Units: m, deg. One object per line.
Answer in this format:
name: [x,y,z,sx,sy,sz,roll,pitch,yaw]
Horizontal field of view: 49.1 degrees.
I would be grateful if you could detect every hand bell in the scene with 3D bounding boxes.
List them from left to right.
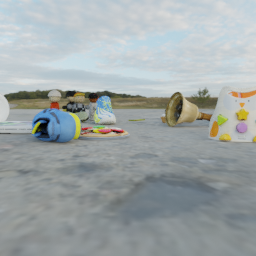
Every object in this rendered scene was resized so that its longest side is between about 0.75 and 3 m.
hand bell: [3.050,-0.475,11.528,2.733,1.423,1.423,12,1,-19]

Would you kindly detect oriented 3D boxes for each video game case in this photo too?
video game case: [-3.619,-0.057,9.615,2.226,0.286,2.448,0,5,2]

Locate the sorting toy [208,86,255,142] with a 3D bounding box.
sorting toy: [2.775,-0.362,6.892,1.507,1.357,0.805,1,5,16]

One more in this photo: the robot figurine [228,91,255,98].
robot figurine: [4.814,-0.760,10.931,2.557,1.839,1.491,0,-39,16]

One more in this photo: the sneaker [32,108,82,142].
sneaker: [-2.120,-0.095,7.100,0.931,0.783,2.375,-3,6,-38]

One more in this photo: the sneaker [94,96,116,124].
sneaker: [-1.136,-0.847,12.939,0.929,1.288,2.452,-1,5,-17]

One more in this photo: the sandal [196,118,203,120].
sandal: [3.172,-0.654,16.187,2.230,0.503,0.837,16,14,12]

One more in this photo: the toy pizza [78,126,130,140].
toy pizza: [-0.764,0.108,7.810,1.630,0.258,1.630,0,5,0]

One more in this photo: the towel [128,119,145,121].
towel: [0.483,-0.449,15.365,0.434,0.091,1.009,5,7,39]

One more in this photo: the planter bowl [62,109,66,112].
planter bowl: [-3.542,-0.885,17.150,1.587,0.661,1.587,1,5,0]

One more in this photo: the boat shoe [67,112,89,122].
boat shoe: [-2.630,-0.485,13.573,1.464,0.522,0.441,-1,-19,8]

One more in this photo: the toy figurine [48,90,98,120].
toy figurine: [-2.853,-1.224,15.084,2.374,1.678,2.412,2,5,26]

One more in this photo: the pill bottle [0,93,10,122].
pill bottle: [-5.983,-0.776,11.348,1.441,1.441,2.713,-4,6,-42]

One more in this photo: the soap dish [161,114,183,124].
soap dish: [2.170,-0.448,13.463,1.011,0.411,0.795,2,5,28]
